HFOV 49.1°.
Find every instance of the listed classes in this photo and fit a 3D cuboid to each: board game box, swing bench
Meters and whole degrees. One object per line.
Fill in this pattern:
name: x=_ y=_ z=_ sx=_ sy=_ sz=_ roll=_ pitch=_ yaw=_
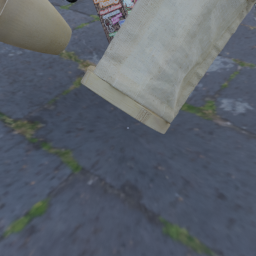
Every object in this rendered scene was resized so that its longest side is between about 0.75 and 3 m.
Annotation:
board game box: x=0.038 y=-3.132 z=7.668 sx=0.927 sy=1.915 sz=1.526 roll=-5 pitch=24 yaw=40
swing bench: x=0.721 y=-1.666 z=5.239 sx=1.913 sy=2.934 sz=2.949 roll=33 pitch=8 yaw=-15

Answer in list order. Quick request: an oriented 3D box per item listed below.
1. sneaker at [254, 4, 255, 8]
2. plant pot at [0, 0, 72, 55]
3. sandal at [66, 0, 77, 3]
sneaker: x=3.135 y=-3.603 z=6.308 sx=0.745 sy=1.710 sz=0.637 roll=-8 pitch=43 yaw=25
plant pot: x=-2.318 y=-2.536 z=6.811 sx=1.728 sy=1.618 sz=1.618 roll=25 pitch=25 yaw=-41
sandal: x=-1.409 y=-5.130 z=8.673 sx=0.918 sy=2.444 sz=0.551 roll=36 pitch=12 yaw=32
